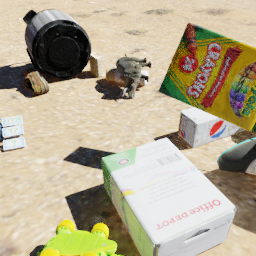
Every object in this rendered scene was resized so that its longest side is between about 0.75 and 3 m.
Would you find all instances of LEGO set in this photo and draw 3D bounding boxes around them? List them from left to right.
[{"bbox_3d":[-3.963,0.126,7.996,1.836,0.451,1.372,-10,48,-17],"label":"LEGO set"}]

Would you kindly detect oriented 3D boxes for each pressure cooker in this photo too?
[{"bbox_3d":[-3.063,-3.683,12.048,2.537,2.498,2.840,-12,39,-23],"label":"pressure cooker"}]

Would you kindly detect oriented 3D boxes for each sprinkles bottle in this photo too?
[{"bbox_3d":[-0.049,-2.125,11.438,1.691,0.577,0.577,9,35,13],"label":"sprinkles bottle"}]

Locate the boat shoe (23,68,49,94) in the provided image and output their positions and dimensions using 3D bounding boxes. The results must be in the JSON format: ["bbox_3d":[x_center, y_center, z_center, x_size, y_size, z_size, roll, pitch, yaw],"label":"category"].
[{"bbox_3d":[-3.781,-1.874,10.989,0.620,0.656,1.824,-24,40,-32],"label":"boat shoe"}]

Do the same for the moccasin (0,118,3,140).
[{"bbox_3d":[-4.014,-0.082,8.540,0.483,0.409,1.200,-22,40,-29],"label":"moccasin"}]

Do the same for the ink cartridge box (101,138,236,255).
[{"bbox_3d":[0.681,1.418,5.748,1.721,1.036,2.368,-16,36,-21],"label":"ink cartridge box"}]

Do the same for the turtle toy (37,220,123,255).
[{"bbox_3d":[-0.688,2.235,4.668,1.688,0.853,1.230,6,10,4],"label":"turtle toy"}]

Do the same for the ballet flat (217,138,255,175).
[{"bbox_3d":[3.566,0.641,7.048,2.804,0.953,0.959,-18,47,-24],"label":"ballet flat"}]

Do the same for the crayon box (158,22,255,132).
[{"bbox_3d":[2.291,-1.093,6.474,2.711,1.721,0.689,24,11,9],"label":"crayon box"}]

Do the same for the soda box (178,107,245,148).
[{"bbox_3d":[2.764,-0.267,8.412,2.513,0.856,0.800,-16,37,-22],"label":"soda box"}]

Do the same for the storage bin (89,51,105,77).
[{"bbox_3d":[-1.334,-2.757,12.118,0.407,0.868,0.862,-20,39,-25],"label":"storage bin"}]

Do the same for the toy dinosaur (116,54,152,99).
[{"bbox_3d":[0.078,-2.356,10.810,1.327,0.999,2.594,-6,54,-18],"label":"toy dinosaur"}]
